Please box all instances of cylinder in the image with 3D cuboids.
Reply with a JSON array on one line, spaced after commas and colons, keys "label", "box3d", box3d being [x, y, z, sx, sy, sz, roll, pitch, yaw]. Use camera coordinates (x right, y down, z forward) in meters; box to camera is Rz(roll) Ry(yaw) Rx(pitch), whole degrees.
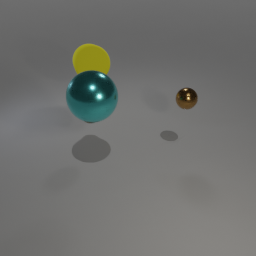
[{"label": "cylinder", "box3d": [-1.513, -2.671, 11.366, 1.400, 1.400, 1.400, -7, 19, -11]}]

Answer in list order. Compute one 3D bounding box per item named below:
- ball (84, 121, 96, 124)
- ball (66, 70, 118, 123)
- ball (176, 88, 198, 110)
[{"label": "ball", "box3d": [-1.214, -0.491, 9.095, 0.700, 0.700, 0.700, 0, 31, 0]}, {"label": "ball", "box3d": [-0.962, -0.844, 7.548, 1.400, 1.400, 1.400, 0, 31, 0]}, {"label": "ball", "box3d": [1.869, -0.937, 8.919, 0.700, 0.700, 0.700, 0, 31, 0]}]
